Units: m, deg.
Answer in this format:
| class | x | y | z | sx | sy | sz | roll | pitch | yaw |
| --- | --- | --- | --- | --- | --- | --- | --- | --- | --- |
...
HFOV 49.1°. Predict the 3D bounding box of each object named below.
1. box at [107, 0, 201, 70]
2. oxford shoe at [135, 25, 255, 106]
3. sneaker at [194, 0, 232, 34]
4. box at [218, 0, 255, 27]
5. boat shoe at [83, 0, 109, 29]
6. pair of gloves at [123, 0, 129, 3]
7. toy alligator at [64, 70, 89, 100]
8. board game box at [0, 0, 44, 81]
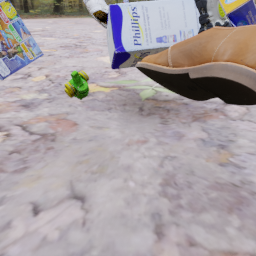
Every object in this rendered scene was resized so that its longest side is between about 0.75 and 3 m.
| class | x | y | z | sx | sy | sz | roll | pitch | yaw |
| --- | --- | --- | --- | --- | --- | --- | --- | --- | --- |
| box | 0.752 | -2.999 | 9.292 | 2.789 | 1.463 | 2.565 | -7 | 1 | -6 |
| oxford shoe | 1.021 | -0.979 | 4.178 | 0.953 | 0.953 | 2.673 | 28 | -3 | -30 |
| sneaker | 2.381 | -2.535 | 6.721 | 1.138 | 2.857 | 1.107 | -21 | 20 | -34 |
| box | 1.521 | -1.997 | 4.169 | 1.165 | 0.406 | 1.957 | 22 | 45 | -52 |
| boat shoe | -0.811 | -4.068 | 10.388 | 0.853 | 0.840 | 2.406 | -22 | -9 | 15 |
| pair of gloves | -0.187 | -5.183 | 10.551 | 0.124 | 0.873 | 1.086 | 26 | 16 | 40 |
| toy alligator | -1.158 | -0.877 | 6.644 | 0.527 | 0.482 | 1.778 | -43 | 1 | -16 |
| board game box | -2.951 | -2.159 | 6.418 | 1.200 | 1.773 | 0.306 | -39 | 28 | -20 |
